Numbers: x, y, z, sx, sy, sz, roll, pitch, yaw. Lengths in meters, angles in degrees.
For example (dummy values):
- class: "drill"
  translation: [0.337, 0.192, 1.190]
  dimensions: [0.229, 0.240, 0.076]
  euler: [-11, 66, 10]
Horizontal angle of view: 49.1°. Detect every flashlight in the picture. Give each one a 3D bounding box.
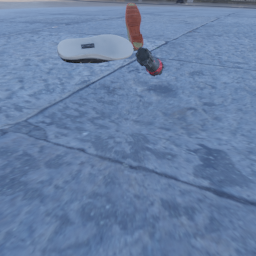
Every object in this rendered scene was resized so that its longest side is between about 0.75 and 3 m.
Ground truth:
- class: "flashlight"
  translation: [0.678, -2.074, 8.746]
  dimensions: [0.604, 0.606, 1.784]
  euler: [23, 4, 19]

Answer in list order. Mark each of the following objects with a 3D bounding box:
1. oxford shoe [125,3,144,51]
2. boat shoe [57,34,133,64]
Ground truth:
- class: "oxford shoe"
  translation: [0.151, -3.687, 10.318]
  dimensions: [0.608, 1.718, 0.634]
  euler: [-5, 1, -14]
- class: "boat shoe"
  translation: [-0.923, -2.129, 7.959]
  dimensions: [2.095, 0.733, 0.694]
  euler: [-8, -9, -10]
